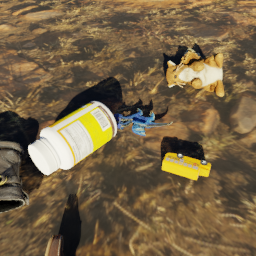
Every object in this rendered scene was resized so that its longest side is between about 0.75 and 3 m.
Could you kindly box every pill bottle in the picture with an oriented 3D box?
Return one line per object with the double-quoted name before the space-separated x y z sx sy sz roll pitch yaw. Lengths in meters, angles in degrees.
"pill bottle" -1.728 0.312 8.959 1.464 1.464 2.680 30 49 32

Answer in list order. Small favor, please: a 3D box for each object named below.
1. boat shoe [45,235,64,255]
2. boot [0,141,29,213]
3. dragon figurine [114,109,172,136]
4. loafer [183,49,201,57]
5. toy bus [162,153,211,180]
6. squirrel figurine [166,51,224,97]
"boat shoe" -1.548 3.183 6.119 0.601 0.602 1.709 -4 47 3
"boot" -4.256 1.445 7.952 2.824 0.978 2.458 -6 39 -12
"dragon figurine" 0.495 -0.141 10.201 2.089 0.615 1.039 21 43 25
"loafer" 3.437 -3.461 14.272 0.730 0.659 1.930 -17 42 -20
"toy bus" 1.803 1.197 8.666 1.399 0.455 0.548 15 41 18
"squirrel figurine" 2.915 -2.467 12.574 2.355 1.786 2.523 -5 24 11
